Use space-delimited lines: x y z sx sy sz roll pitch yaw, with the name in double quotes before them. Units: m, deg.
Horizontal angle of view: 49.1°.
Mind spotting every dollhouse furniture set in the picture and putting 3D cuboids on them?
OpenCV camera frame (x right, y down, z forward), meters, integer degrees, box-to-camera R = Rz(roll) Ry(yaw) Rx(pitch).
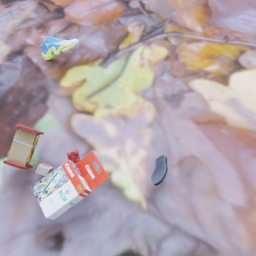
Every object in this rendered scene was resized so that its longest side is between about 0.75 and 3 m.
"dollhouse furniture set" -1.883 0.652 6.615 1.767 0.719 0.951 20 84 -5

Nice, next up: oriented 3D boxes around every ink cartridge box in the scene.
"ink cartridge box" -1.217 1.156 5.930 1.472 0.371 0.802 -36 63 -2

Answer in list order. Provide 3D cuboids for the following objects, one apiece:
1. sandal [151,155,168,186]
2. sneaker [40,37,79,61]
"sandal" 0.795 0.986 6.528 0.386 0.217 1.015 -29 17 28
"sneaker" -2.202 -2.645 8.791 1.254 0.659 0.475 -25 19 4
